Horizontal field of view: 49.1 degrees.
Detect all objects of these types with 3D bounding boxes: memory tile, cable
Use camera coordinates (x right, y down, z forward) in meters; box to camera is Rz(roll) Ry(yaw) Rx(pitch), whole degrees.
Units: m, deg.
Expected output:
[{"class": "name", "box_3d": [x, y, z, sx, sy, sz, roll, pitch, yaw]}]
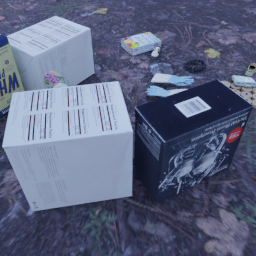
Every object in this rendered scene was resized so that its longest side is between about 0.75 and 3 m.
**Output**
[{"class": "memory tile", "box_3d": [4.803, -1.454, 11.932, 1.846, 0.155, 1.415, 14, 46, 14]}, {"class": "cable", "box_3d": [3.253, -3.025, 13.520, 1.064, 0.270, 0.868, -26, 45, -21]}]

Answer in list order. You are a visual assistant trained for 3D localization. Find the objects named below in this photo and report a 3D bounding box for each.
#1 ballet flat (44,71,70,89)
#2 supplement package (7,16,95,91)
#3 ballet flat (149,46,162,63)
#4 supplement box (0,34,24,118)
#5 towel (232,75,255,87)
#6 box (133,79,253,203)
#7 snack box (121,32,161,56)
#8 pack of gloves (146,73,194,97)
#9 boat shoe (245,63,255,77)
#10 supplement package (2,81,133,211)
[{"class": "ballet flat", "box_3d": [-2.320, -1.168, 10.268, 0.741, 2.145, 0.763, -28, 52, -2]}, {"class": "supplement package", "box_3d": [-3.298, -3.012, 12.024, 2.222, 2.238, 2.949, 28, 51, 26]}, {"class": "ballet flat", "box_3d": [1.390, -3.769, 14.121, 0.465, 0.465, 1.272, 16, 47, 16]}, {"class": "supplement box", "box_3d": [-5.889, -2.141, 10.662, 2.879, 2.882, 1.935, 24, 49, 23]}, {"class": "towel", "box_3d": [5.126, -2.078, 12.375, 0.963, 0.232, 0.825, 8, 32, 3]}, {"class": "box", "box_3d": [1.753, 0.382, 8.243, 2.908, 2.648, 1.514, -20, 48, -20]}, {"class": "snack box", "box_3d": [0.685, -4.479, 14.819, 1.770, 0.469, 1.258, -20, 48, -19]}, {"class": "pack of gloves", "box_3d": [1.783, -1.683, 11.838, 1.872, 0.369, 1.573, 10, 46, 27]}, {"class": "boat shoe", "box_3d": [5.864, -2.795, 13.172, 0.407, 0.348, 1.111, 25, 49, 23]}, {"class": "supplement package", "box_3d": [-1.488, 0.522, 7.963, 2.944, 2.815, 2.165, -7, 45, -7]}]
